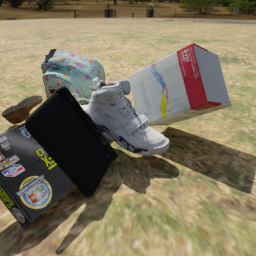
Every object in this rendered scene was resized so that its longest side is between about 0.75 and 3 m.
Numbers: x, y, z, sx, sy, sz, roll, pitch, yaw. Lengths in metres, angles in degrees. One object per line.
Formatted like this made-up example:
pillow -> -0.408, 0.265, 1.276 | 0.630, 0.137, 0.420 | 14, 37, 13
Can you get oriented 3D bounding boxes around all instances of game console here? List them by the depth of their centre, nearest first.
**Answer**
game console -> -1.328, 0.215, 6.356 | 1.221, 2.098, 1.846 | -41, 23, -16

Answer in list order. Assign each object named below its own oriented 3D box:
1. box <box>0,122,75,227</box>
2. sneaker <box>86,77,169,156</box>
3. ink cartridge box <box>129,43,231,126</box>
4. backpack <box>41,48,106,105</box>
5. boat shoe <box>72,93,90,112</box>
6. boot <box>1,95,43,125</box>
box -> -1.776, 0.672, 5.754 | 0.461, 1.670, 2.085 | -37, 0, 41
sneaker -> -0.035, -0.318, 6.964 | 2.451, 1.409, 0.921 | 24, 37, 21
ink cartridge box -> 1.400, -1.052, 7.857 | 2.191, 1.585, 1.592 | -19, -11, 38
backpack -> -1.939, -1.676, 10.109 | 2.145, 1.885, 1.644 | 8, 52, 0
boat shoe -> -1.671, -0.410, 8.293 | 1.153, 0.999, 2.705 | 46, 49, 12
boot -> -3.247, -0.575, 8.880 | 1.393, 0.526, 0.513 | -25, 37, 6
